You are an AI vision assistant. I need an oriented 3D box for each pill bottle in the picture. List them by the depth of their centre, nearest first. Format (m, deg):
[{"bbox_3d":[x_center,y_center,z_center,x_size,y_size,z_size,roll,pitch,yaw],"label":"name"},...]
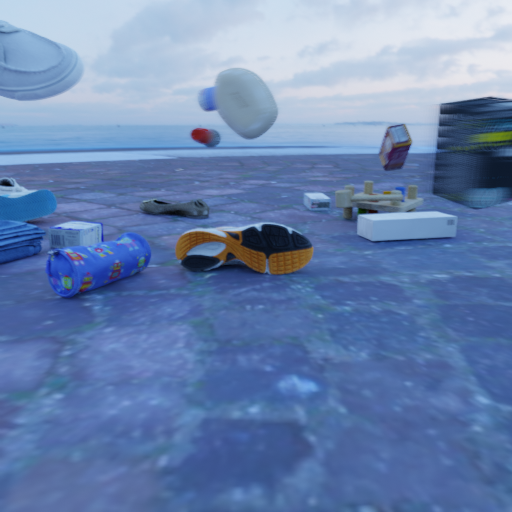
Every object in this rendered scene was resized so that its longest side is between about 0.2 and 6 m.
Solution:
[{"bbox_3d":[-0.706,-3.291,11.610,0.917,0.514,0.514,3,13,37],"label":"pill bottle"}]

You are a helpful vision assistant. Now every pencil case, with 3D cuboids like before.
[{"bbox_3d":[-2.513,0.100,8.923,0.794,0.713,1.828,26,23,22],"label":"pencil case"}]

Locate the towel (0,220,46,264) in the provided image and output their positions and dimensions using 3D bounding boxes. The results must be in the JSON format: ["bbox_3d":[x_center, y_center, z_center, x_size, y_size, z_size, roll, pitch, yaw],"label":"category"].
[{"bbox_3d":[-5.441,-0.159,9.996,1.635,0.711,2.929,7,16,28],"label":"towel"}]

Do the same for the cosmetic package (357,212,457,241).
[{"bbox_3d":[3.317,-0.656,12.376,1.984,0.502,0.819,-3,15,-13],"label":"cosmetic package"}]

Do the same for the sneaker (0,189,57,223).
[{"bbox_3d":[-6.117,-1.075,13.609,0.950,0.900,2.352,-9,3,44],"label":"sneaker"}]

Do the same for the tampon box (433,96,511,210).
[{"bbox_3d":[3.483,-1.593,8.568,1.097,1.464,0.924,-15,27,-24],"label":"tampon box"}]

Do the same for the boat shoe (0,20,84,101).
[{"bbox_3d":[-3.537,-2.770,7.395,2.534,0.912,0.868,19,-18,14],"label":"boat shoe"}]

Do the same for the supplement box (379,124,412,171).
[{"bbox_3d":[3.387,-2.634,13.681,0.459,0.591,1.071,-10,-26,-5],"label":"supplement box"}]

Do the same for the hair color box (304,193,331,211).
[{"bbox_3d":[1.765,-1.579,16.334,0.584,0.358,1.180,-1,13,-4],"label":"hair color box"}]

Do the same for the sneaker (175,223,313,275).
[{"bbox_3d":[-0.166,-0.211,9.986,2.379,0.900,1.094,3,10,7],"label":"sneaker"}]

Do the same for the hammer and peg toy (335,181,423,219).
[{"bbox_3d":[3.074,-1.310,14.267,1.824,0.874,2.480,11,18,31],"label":"hammer and peg toy"}]

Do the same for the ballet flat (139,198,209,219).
[{"bbox_3d":[-2.215,-1.354,15.102,2.246,0.521,0.757,9,17,31],"label":"ballet flat"}]

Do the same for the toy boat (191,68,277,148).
[{"bbox_3d":[-0.264,-1.514,5.984,0.971,0.816,0.451,-35,-10,21],"label":"toy boat"}]

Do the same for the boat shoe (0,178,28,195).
[{"bbox_3d":[-7.413,-1.906,16.613,0.926,0.845,2.572,0,14,0],"label":"boat shoe"}]

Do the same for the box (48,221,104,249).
[{"bbox_3d":[-3.721,-0.429,11.620,0.769,0.439,0.836,5,14,17],"label":"box"}]
